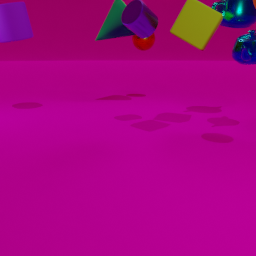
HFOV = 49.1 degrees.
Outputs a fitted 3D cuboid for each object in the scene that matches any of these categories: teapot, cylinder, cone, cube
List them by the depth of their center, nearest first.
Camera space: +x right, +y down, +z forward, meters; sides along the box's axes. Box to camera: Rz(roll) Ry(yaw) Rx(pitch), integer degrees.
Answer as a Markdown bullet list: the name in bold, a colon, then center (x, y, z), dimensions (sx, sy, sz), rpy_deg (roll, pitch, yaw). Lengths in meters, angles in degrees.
- **teapot**: center (3.145, -2.077, 7.134), dimensions (0.997, 0.785, 1.603), rpy_deg (9, 37, 36)
- **cylinder**: center (0.307, -2.791, 7.201), dimensions (0.702, 0.702, 0.702), rpy_deg (14, -5, 43)
- **cube**: center (1.800, -2.681, 7.333), dimensions (0.947, 0.947, 0.947), rpy_deg (33, 21, 8)
- **teapot**: center (3.291, -3.565, 8.260), dimensions (2.083, 1.020, 1.295), rpy_deg (-15, 36, -22)
- **cylinder**: center (-3.831, -3.488, 9.251), dimensions (1.119, 1.119, 1.119), rpy_deg (-7, 24, 3)
- **cone**: center (-0.640, -3.927, 11.050), dimensions (1.630, 1.624, 1.624), rpy_deg (-36, 17, 2)

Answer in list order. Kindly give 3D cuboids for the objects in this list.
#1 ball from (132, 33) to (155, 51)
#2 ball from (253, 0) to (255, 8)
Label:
- **ball**: center (0.689, -3.925, 12.322), dimensions (1.023, 1.023, 1.023), rpy_deg (0, 15, 0)
- **ball**: center (2.576, -2.322, 4.824), dimensions (0.777, 0.777, 0.777), rpy_deg (0, 15, 0)
